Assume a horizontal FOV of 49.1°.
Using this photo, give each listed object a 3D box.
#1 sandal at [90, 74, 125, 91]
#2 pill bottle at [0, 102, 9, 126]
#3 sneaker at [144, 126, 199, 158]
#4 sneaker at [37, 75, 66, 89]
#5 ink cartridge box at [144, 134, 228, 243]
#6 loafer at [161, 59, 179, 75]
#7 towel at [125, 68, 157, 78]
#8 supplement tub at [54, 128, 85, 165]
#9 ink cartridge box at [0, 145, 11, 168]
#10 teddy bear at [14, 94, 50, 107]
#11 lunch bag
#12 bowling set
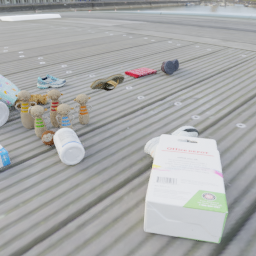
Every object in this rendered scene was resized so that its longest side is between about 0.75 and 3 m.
[{"bbox_3d":[-0.669,-1.510,9.772,1.450,0.582,0.392,-22,70,-42],"label":"sandal"},{"bbox_3d":[-5.481,-0.671,10.679,1.667,0.998,0.998,16,32,27],"label":"pill bottle"},{"bbox_3d":[1.524,0.571,8.865,2.032,0.749,0.813,-21,49,-26],"label":"sneaker"},{"bbox_3d":[-3.877,-2.394,14.218,1.442,0.623,0.560,-11,31,-20],"label":"sneaker"},{"bbox_3d":[1.438,1.305,7.056,1.691,0.972,2.888,6,29,11],"label":"ink cartridge box"},{"bbox_3d":[2.324,-3.556,16.354,0.713,0.814,2.265,-1,18,30],"label":"loafer"},{"bbox_3d":[0.734,-3.220,16.211,1.601,0.180,1.158,-21,33,-36],"label":"towel"},{"bbox_3d":[-1.840,0.555,8.684,0.751,0.751,1.138,-11,31,-20],"label":"supplement tub"},{"bbox_3d":[-4.162,0.940,8.299,1.033,0.444,0.757,-23,36,-38],"label":"ink cartridge box"},{"bbox_3d":[-4.213,-1.288,12.327,1.524,0.509,1.105,-2,27,-4],"label":"teddy bear"},{"bbox_3d":[-5.195,-1.506,11.297,1.463,1.047,1.717,37,1,-24],"label":"lunch bag"},{"bbox_3d":[-2.546,-0.430,9.742,2.713,1.457,1.888,-6,29,-11],"label":"bowling set"}]
